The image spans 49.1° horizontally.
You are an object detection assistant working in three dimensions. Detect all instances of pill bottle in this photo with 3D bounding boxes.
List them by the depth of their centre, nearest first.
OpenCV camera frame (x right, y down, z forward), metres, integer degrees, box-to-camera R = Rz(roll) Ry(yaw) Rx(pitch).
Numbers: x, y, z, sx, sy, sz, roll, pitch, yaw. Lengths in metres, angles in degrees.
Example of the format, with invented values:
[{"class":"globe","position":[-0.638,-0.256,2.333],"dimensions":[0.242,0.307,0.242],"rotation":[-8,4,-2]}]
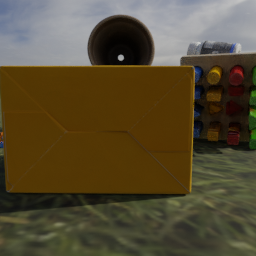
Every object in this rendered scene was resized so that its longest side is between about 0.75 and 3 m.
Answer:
[{"class":"pill bottle","position":[3.371,-2.871,11.085],"dimensions":[1.893,1.077,1.077],"rotation":[15,14,29]}]

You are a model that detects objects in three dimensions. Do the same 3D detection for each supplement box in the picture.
[{"class":"supplement box","position":[-0.445,-0.149,5.611],"dimensions":[2.906,1.956,2.947],"rotation":[0,8,1]}]

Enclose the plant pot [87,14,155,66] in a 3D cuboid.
[{"class":"plant pot","position":[-0.256,-3.029,11.437],"dimensions":[2.545,2.545,2.219],"rotation":[0,5,0]}]

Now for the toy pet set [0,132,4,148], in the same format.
[{"class":"toy pet set","position":[-4.667,-0.082,8.155],"dimensions":[2.152,1.143,2.009],"rotation":[-3,9,-25]}]

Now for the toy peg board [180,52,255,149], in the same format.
[{"class":"toy peg board","position":[2.759,-0.684,8.018],"dimensions":[2.656,2.667,1.304],"rotation":[3,24,22]}]
